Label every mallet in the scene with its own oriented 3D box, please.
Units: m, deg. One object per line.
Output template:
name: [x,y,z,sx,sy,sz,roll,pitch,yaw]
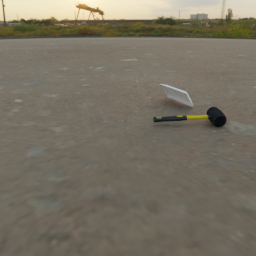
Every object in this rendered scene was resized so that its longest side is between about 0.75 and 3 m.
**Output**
mallet: [1.798,-0.342,8.323,2.093,0.431,0.689,0,26,4]

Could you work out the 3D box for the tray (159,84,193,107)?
tray: [1.769,-1.230,10.123,0.154,0.747,1.390,-48,40,-9]
